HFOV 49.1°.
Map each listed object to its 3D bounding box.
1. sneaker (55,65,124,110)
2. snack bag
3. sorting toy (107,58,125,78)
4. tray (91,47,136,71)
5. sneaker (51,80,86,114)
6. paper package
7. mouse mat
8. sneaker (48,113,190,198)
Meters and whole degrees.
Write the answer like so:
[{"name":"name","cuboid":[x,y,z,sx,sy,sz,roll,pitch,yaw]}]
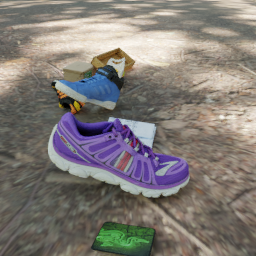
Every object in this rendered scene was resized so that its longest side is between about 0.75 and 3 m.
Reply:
[{"name":"sneaker","cuboid":[-0.972,-1.332,7.988,0.851,1.233,2.216,33,13,39]},{"name":"snack bag","cuboid":[0.012,0.169,7.253,1.339,0.152,1.420,11,31,6]},{"name":"sorting toy","cuboid":[-0.488,-2.153,10.375,1.089,0.980,0.582,7,-13,33]},{"name":"tray","cuboid":[-0.566,-2.718,11.626,1.010,0.379,2.048,42,37,5]},{"name":"sneaker","cuboid":[-2.022,-0.965,8.755,1.445,0.505,0.650,34,72,23]},{"name":"paper package","cuboid":[-1.888,-2.208,11.080,1.013,0.550,1.063,12,32,21]},{"name":"mouse mat","cuboid":[-0.052,1.785,4.525,0.928,0.035,0.747,3,16,13]},{"name":"sneaker","cuboid":[-0.044,0.460,5.274,2.803,1.169,1.130,16,18,-13]}]
